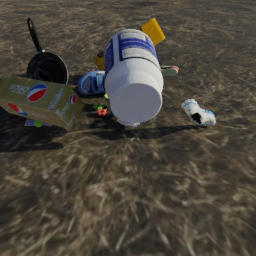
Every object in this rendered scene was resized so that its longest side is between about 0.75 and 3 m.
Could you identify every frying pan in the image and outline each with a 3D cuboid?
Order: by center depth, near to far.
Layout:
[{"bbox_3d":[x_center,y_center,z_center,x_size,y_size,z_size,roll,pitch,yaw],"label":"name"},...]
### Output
[{"bbox_3d":[-3.313,-2.426,10.461,1.687,2.788,0.454,-36,0,17],"label":"frying pan"}]

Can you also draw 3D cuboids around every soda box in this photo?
[{"bbox_3d":[-2.733,-0.816,8.346,2.823,0.956,0.904,14,65,30],"label":"soda box"}]

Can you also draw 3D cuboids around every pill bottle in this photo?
[{"bbox_3d":[0.124,-1.525,8.016,1.618,1.618,2.796,-2,43,-2],"label":"pill bottle"}]

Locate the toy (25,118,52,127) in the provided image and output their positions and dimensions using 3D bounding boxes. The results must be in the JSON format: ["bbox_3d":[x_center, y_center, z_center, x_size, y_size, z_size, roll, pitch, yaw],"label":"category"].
[{"bbox_3d":[-2.859,-0.566,9.229,0.841,0.345,1.460,-1,36,-8],"label":"toy"}]

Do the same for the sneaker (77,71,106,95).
[{"bbox_3d":[-0.781,-1.753,10.624,2.313,0.855,0.951,-14,22,-19],"label":"sneaker"}]

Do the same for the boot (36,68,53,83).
[{"bbox_3d":[-2.810,-1.474,9.347,1.547,1.347,0.535,38,65,22],"label":"boot"}]

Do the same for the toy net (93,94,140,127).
[{"bbox_3d":[-0.365,-0.595,9.124,1.081,0.398,2.061,-20,35,-21],"label":"toy net"}]

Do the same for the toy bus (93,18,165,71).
[{"bbox_3d":[0.031,-3.320,11.532,2.922,0.951,1.144,-30,16,12],"label":"toy bus"}]

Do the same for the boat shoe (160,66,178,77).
[{"bbox_3d":[1.467,-2.391,11.738,1.288,0.458,0.403,1,35,20],"label":"boat shoe"}]

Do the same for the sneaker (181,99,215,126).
[{"bbox_3d":[2.130,-0.276,8.285,1.427,0.535,0.618,25,41,-34],"label":"sneaker"}]
